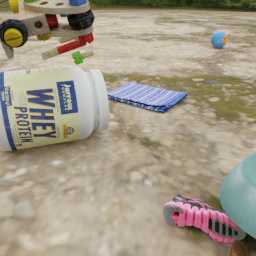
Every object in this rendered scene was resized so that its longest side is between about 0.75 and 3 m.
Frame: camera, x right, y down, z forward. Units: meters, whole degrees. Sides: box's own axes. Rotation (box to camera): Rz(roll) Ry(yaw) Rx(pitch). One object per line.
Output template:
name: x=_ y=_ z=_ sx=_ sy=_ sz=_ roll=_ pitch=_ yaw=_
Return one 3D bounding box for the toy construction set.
toy construction set: x=-2.014 y=-2.294 z=6.227 sx=2.132 sy=2.775 sz=2.314 roll=-23 pitch=71 yaw=-10

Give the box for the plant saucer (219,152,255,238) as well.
plant saucer: x=2.986 y=0.855 z=4.436 sx=2.988 sy=0.537 sz=2.988 roll=-9 pitch=17 yaw=3

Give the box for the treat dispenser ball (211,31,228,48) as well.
treat dispenser ball: x=5.883 y=-5.698 z=18.071 sx=1.046 sy=1.046 sz=1.046 roll=0 pitch=28 yaw=0

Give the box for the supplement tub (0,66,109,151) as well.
supplement tub: x=-1.989 y=-0.559 z=7.203 sx=2.695 sy=1.954 sz=1.954 roll=-9 pitch=29 yaw=-16

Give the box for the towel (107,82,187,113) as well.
towel: x=0.660 y=-1.243 z=10.327 sx=2.612 sy=0.311 sz=1.891 roll=17 pitch=31 yaw=30

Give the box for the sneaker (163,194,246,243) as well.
sneaker: x=1.355 y=1.502 z=4.917 sx=1.399 sy=0.553 sz=0.667 roll=14 pitch=19 yaw=23

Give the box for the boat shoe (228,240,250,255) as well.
boat shoe: x=1.663 y=2.000 z=4.090 sx=0.330 sy=0.310 sz=0.917 roll=8 pitch=29 yaw=15
